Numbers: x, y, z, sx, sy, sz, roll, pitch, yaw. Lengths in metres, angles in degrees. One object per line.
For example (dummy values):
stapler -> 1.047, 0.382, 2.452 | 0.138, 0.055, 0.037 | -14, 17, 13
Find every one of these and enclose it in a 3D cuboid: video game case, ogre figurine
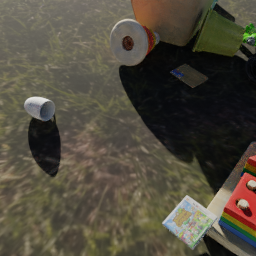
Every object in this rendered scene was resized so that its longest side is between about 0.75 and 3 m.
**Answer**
video game case -> 1.154, 1.740, 5.242 | 0.704, 0.085, 0.774 | 33, 62, 34
ogre figurine -> 4.896, -3.162, 9.875 | 2.076, 1.019, 1.245 | 19, 29, -2

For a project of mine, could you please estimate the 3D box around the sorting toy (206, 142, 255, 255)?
sorting toy -> 3.219, 1.479, 5.271 | 2.703, 0.941, 2.687 | 30, 52, 27

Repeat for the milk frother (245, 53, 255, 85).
milk frother -> 5.125, -2.243, 7.779 | 2.754, 2.591, 2.486 | -12, 46, -11

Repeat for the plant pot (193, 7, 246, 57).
plant pot -> 3.161, -3.150, 9.616 | 1.396, 1.518, 1.518 | 21, 48, 4

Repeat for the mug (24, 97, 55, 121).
mug -> -2.368, -0.571, 7.619 | 0.679, 0.572, 0.775 | 18, 22, 25

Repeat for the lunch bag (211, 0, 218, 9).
lunch bag -> 3.376, -5.892, 12.706 | 1.385, 0.666, 1.727 | 16, 48, 15

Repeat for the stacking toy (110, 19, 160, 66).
stacking toy -> 0.458, -3.035, 9.709 | 1.463, 1.463, 2.002 | 26, 34, 24

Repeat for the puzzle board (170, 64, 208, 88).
puzzle board -> 1.933, -1.663, 8.895 | 0.742, 0.086, 0.984 | -32, 56, -27

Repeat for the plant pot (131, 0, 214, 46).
plant pot -> 1.701, -4.661, 10.271 | 2.740, 2.429, 2.743 | 22, 48, 20
